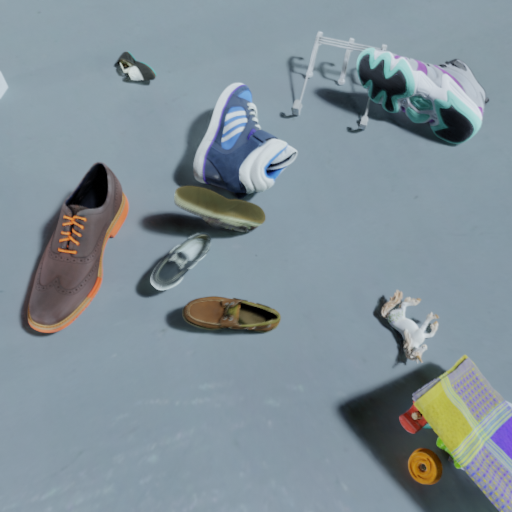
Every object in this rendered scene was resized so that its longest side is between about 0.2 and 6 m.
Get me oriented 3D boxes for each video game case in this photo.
[{"bbox_3d":[4.245,3.211,9.362,1.610,0.177,1.468,27,59,18],"label":"video game case"}]

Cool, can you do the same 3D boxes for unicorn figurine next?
[{"bbox_3d":[2.931,1.360,10.499,0.996,0.536,1.451,-38,48,-12],"label":"unicorn figurine"}]

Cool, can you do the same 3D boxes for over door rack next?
[{"bbox_3d":[2.128,-4.401,14.322,1.907,0.860,2.582,14,71,9],"label":"over door rack"}]

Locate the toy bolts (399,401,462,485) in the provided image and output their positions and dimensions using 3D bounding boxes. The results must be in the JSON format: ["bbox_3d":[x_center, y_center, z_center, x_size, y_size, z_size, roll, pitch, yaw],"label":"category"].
[{"bbox_3d":[2.997,3.014,9.290,0.879,1.211,1.268,7,39,-47],"label":"toy bolts"}]

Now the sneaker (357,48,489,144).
[{"bbox_3d":[4.232,-4.378,13.910,3.346,1.300,2.340,36,56,1],"label":"sneaker"}]

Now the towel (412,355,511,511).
[{"bbox_3d":[3.763,2.920,8.664,1.998,0.317,2.782,-11,56,-45],"label":"towel"}]

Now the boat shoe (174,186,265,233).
[{"bbox_3d":[-0.786,-0.857,11.448,1.972,0.648,0.705,12,44,-24],"label":"boat shoe"}]

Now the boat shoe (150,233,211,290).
[{"bbox_3d":[-1.469,0.057,11.004,0.593,0.473,1.569,37,50,3],"label":"boat shoe"}]

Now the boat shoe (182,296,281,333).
[{"bbox_3d":[-0.437,1.034,10.336,1.804,0.613,0.649,4,74,-11],"label":"boat shoe"}]

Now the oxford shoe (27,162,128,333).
[{"bbox_3d":[-3.645,-0.273,11.063,1.309,1.334,3.677,8,56,5],"label":"oxford shoe"}]

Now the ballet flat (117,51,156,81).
[{"bbox_3d":[-3.215,-4.935,14.851,0.510,0.507,1.491,-39,53,-13],"label":"ballet flat"}]

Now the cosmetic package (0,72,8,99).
[{"bbox_3d":[-6.897,-4.413,14.405,0.665,0.553,0.557,9,56,7],"label":"cosmetic package"}]

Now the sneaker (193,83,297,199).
[{"bbox_3d":[0.029,-2.633,12.656,2.137,1.176,2.918,12,61,18],"label":"sneaker"}]
